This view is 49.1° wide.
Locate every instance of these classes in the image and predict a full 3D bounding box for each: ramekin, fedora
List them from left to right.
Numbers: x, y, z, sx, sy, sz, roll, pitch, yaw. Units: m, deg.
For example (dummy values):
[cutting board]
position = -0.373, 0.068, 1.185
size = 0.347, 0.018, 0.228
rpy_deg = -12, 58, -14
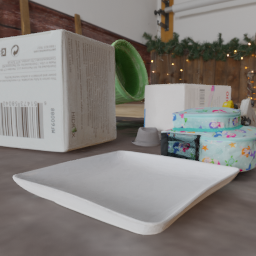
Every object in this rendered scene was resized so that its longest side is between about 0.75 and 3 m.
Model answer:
[ramekin]
position = -0.345, -2.184, 11.545
size = 1.246, 2.552, 2.552
rpy_deg = -16, -3, 33
[fedora]
position = 0.543, 0.209, 7.706
size = 0.896, 0.457, 1.013
rpy_deg = 2, 7, 5

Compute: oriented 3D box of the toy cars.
[toy cars]
position = 2.879, -0.145, 7.470
size = 0.612, 1.239, 2.764
rpy_deg = 1, 7, 39

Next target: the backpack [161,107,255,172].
[backpack]
position = 1.547, 0.221, 5.058
size = 1.593, 1.199, 1.414
rpy_deg = 12, 13, 37

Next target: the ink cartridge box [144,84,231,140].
[ink cartridge box]
position = 1.956, -0.498, 8.677
size = 2.534, 1.629, 1.587
rpy_deg = -3, 7, -38

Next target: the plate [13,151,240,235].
[plate]
position = 0.047, 0.738, 3.762
size = 2.233, 0.362, 2.237
rpy_deg = 4, 8, 38

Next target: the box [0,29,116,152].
[box]
position = -2.005, -0.929, 7.528
size = 2.733, 2.746, 2.352
rpy_deg = 3, 6, 27
